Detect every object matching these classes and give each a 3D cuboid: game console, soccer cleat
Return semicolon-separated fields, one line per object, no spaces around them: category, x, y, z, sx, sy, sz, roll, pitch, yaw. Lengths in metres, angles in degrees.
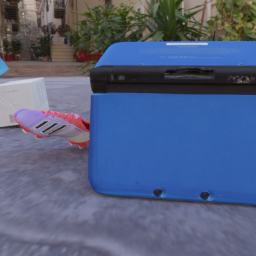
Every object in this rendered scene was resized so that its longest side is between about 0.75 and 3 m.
game console;0.917;-0.289;4.470;2.826;1.672;2.412;3;31;8
soccer cleat;-1.377;-0.103;5.753;1.927;0.737;0.643;25;23;-48

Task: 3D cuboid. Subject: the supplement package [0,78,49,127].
supplement package;-3.483;-0.927;9.257;1.269;1.222;2.231;-7;14;-3

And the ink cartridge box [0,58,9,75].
ink cartridge box;-5.368;-1.309;8.592;1.679;0.967;2.898;-6;35;40
